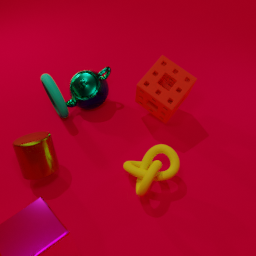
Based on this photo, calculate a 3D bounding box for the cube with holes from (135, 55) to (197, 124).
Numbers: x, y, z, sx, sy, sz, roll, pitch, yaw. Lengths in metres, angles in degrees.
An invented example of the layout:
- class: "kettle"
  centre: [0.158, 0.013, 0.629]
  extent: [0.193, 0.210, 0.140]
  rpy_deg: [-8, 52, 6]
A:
- class: "cube with holes"
  centre: [0.945, -0.974, 7.334]
  extent: [1.067, 1.067, 1.067]
  rpy_deg: [37, 76, 10]

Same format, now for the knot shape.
- class: "knot shape"
  centre: [0.562, 0.870, 6.220]
  extent: [1.192, 0.589, 1.274]
  rpy_deg: [-30, 23, 1]

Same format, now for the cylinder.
- class: "cylinder"
  centre: [-2.047, 0.606, 6.276]
  extent: [0.832, 0.832, 0.832]
  rpy_deg: [-9, 18, 3]

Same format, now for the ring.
- class: "ring"
  centre: [-2.010, -0.871, 7.691]
  extent: [0.262, 1.308, 1.308]
  rpy_deg: [-28, 53, -15]

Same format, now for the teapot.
- class: "teapot"
  centre: [-1.202, -1.092, 7.937]
  extent: [1.863, 0.912, 1.158]
  rpy_deg: [-40, 76, 0]

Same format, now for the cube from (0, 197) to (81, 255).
- class: "cube"
  centre: [-1.589, 2.113, 4.940]
  extent: [1.048, 1.048, 1.048]
  rpy_deg: [-33, 44, -27]
